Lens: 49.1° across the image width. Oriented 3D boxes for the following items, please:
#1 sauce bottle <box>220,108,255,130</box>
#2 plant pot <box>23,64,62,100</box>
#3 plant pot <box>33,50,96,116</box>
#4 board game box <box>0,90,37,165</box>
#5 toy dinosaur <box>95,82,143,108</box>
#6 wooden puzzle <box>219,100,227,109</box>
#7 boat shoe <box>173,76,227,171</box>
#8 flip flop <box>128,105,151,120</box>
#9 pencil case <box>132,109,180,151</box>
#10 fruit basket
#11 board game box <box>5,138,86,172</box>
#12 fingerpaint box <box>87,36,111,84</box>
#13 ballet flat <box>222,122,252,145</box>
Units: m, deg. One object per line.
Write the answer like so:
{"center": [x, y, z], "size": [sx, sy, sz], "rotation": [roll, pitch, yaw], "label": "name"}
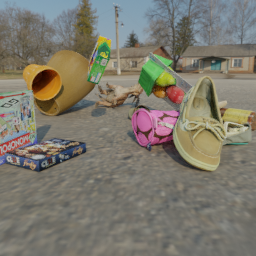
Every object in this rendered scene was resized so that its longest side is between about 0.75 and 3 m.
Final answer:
{"center": [3.591, -0.374, 9.869], "size": [0.663, 0.663, 2.009], "rotation": [-9, 14, -34], "label": "sauce bottle"}
{"center": [-3.395, -1.866, 10.729], "size": [1.276, 1.276, 1.168], "rotation": [-12, 36, -44], "label": "plant pot"}
{"center": [-2.978, -1.783, 12.402], "size": [2.398, 2.398, 2.573], "rotation": [4, 41, 18], "label": "plant pot"}
{"center": [-2.780, -0.014, 6.229], "size": [0.323, 1.495, 2.222], "rotation": [1, 13, 12], "label": "board game box"}
{"center": [-0.447, -1.554, 14.232], "size": [1.954, 1.237, 2.883], "rotation": [2, -8, -42], "label": "toy dinosaur"}
{"center": [2.265, -0.401, 9.727], "size": [2.017, 0.467, 1.868], "rotation": [-16, 0, 36], "label": "wooden puzzle"}
{"center": [1.735, -0.235, 6.526], "size": [1.066, 0.919, 2.923], "rotation": [21, 36, 1], "label": "boat shoe"}
{"center": [0.534, -0.519, 10.481], "size": [0.863, 0.612, 2.127], "rotation": [-6, 16, -7], "label": "flip flop"}
{"center": [1.394, -0.092, 7.615], "size": [2.487, 1.129, 1.165], "rotation": [-8, -15, -30], "label": "pencil case"}
{"center": [1.608, -1.592, 10.620], "size": [2.436, 1.142, 2.256], "rotation": [34, -17, 6], "label": "fruit basket"}
{"center": [-1.841, 0.566, 6.433], "size": [1.031, 0.263, 1.522], "rotation": [6, 14, 28], "label": "board game box"}
{"center": [-0.879, -2.021, 8.386], "size": [0.397, 1.083, 0.904], "rotation": [14, 51, -18], "label": "fingerpaint box"}
{"center": [2.401, 0.172, 7.340], "size": [2.039, 0.650, 0.687], "rotation": [-6, 14, -24], "label": "ballet flat"}
